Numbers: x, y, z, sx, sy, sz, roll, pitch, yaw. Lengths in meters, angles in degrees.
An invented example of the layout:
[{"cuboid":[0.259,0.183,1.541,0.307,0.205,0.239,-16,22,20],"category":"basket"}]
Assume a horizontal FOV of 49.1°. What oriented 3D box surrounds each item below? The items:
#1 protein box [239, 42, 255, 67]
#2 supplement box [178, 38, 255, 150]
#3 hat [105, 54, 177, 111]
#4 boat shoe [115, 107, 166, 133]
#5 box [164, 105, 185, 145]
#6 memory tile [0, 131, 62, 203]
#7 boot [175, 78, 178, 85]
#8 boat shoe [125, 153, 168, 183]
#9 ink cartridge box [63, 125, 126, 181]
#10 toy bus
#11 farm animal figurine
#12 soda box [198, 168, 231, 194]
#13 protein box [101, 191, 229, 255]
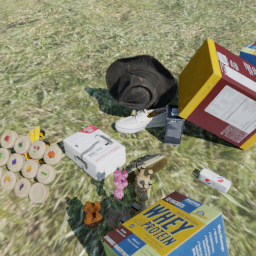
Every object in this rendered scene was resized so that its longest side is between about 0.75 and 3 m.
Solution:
[{"cuboid":[5.917,-2.439,12.326,1.984,1.970,1.339,28,47,30],"category":"protein box"},{"cuboid":[3.538,-1.262,10.078,2.868,1.904,2.828,27,38,-11],"category":"supplement box"},{"cuboid":[0.324,-1.311,10.352,2.810,2.810,1.134,11,50,13],"category":"hat"},{"cuboid":[0.556,-0.387,10.757,2.183,0.762,0.774,-8,40,-10],"category":"boat shoe"},{"cuboid":[1.647,-0.116,10.099,0.626,1.169,0.868,4,39,6],"category":"box"},{"cuboid":[-3.197,1.134,8.510,2.321,0.195,1.779,16,81,20],"category":"memory tile"},{"cuboid":[1.628,-1.617,12.400,1.717,0.619,1.328,-16,41,-10],"category":"boot"},{"cuboid":[0.540,1.271,8.957,1.554,0.569,0.503,-19,29,-23],"category":"boat shoe"},{"cuboid":[-1.106,0.772,9.347,1.752,0.726,1.286,31,48,33],"category":"ink cartridge box"},{"cuboid":[-3.197,0.631,9.250,1.115,1.162,0.788,-13,37,-5],"category":"toy bus"},{"cuboid":[0.043,2.287,7.238,2.317,1.208,2.291,-24,58,-30],"category":"farm animal figurine"},{"cuboid":[2.674,1.621,8.657,0.921,0.293,0.314,28,47,30],"category":"soda box"},{"cuboid":[0.856,2.746,5.635,1.995,1.980,1.346,-24,20,-28],"category":"protein box"}]
